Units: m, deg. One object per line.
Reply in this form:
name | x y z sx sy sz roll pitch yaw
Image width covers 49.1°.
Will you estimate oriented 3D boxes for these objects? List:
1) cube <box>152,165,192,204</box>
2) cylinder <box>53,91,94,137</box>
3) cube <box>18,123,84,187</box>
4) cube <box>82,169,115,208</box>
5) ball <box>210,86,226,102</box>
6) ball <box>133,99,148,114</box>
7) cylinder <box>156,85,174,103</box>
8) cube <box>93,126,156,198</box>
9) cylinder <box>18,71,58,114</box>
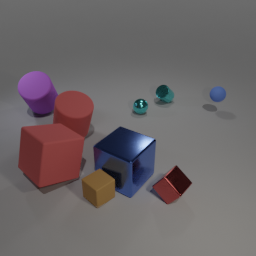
cube | 1.286 1.655 8.169 0.700 0.700 0.700 49 47 9
cylinder | -2.082 -0.443 10.547 1.400 1.400 1.400 10 47 -11
cube | -2.386 0.772 8.662 1.400 1.400 1.400 -7 25 -45
cube | -0.861 1.763 8.225 0.700 0.700 0.700 -27 41 -37
ball | 3.989 -1.496 12.434 0.700 0.700 0.700 0 32 0
ball | 0.567 -0.981 12.675 0.700 0.700 0.700 0 32 0
cylinder | 1.789 -1.642 13.517 0.700 0.700 0.700 25 0 35
cube | -0.087 1.013 8.772 1.400 1.400 1.400 20 37 29
cylinder | -3.881 -1.523 12.258 1.400 1.400 1.400 0 68 1
